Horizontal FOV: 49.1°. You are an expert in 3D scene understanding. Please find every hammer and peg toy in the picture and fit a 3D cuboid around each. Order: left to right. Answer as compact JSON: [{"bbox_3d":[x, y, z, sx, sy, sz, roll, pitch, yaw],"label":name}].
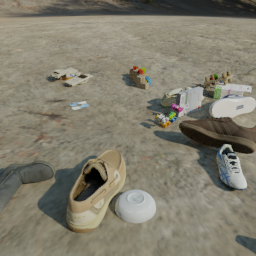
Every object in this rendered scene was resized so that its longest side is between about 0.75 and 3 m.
[{"bbox_3d":[4.309,-2.401,14.079,1.673,0.590,1.230,-7,12,37],"label":"hammer and peg toy"}]

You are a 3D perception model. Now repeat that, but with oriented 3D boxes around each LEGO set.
[{"bbox_3d":[1.468,-0.464,10.900,0.619,0.575,1.508,35,41,21],"label":"LEGO set"}]

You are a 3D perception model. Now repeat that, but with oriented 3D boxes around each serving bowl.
[{"bbox_3d":[0.188,1.839,6.863,1.012,0.333,1.012,1,27,0],"label":"serving bowl"}]

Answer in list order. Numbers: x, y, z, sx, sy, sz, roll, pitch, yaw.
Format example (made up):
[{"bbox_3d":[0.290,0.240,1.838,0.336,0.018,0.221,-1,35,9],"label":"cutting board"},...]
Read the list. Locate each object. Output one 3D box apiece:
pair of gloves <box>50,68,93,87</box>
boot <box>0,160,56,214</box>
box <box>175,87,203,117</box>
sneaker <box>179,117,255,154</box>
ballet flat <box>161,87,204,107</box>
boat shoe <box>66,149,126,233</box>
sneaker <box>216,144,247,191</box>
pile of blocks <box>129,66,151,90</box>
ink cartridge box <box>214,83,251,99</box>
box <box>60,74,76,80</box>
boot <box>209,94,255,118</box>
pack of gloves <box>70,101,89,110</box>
[{"bbox_3d":[-3.154,-2.929,15.562,2.015,0.353,1.713,29,37,30],"label":"pair of gloves"},{"bbox_3d":[-2.897,1.546,7.072,1.650,0.658,1.815,-9,19,14],"label":"boot"},{"bbox_3d":[2.538,-1.093,11.659,1.319,1.028,0.272,-18,34,-30],"label":"box"},{"bbox_3d":[2.981,0.079,9.212,2.562,0.902,0.968,19,65,31],"label":"sneaker"},{"bbox_3d":[2.538,-1.472,12.679,2.279,0.792,0.792,-13,31,-24],"label":"ballet flat"},{"bbox_3d":[-0.703,1.283,7.240,1.048,0.948,2.939,6,28,10],"label":"boat shoe"},{"bbox_3d":[2.922,1.088,7.975,0.631,0.636,1.755,1,29,1],"label":"sneaker"},{"bbox_3d":[0.789,-2.920,15.337,1.077,0.816,2.625,-6,29,-11],"label":"pile of blocks"},{"bbox_3d":[4.968,-1.702,13.312,1.599,0.538,0.936,9,29,20],"label":"ink cartridge box"},{"bbox_3d":[-3.420,-2.932,16.022,1.040,0.216,0.619,-2,28,0],"label":"box"},{"bbox_3d":[4.102,-0.931,11.738,2.390,0.869,1.080,-7,19,-26],"label":"boot"},{"bbox_3d":[-2.173,-1.063,12.535,0.809,0.160,0.680,-16,31,-27],"label":"pack of gloves"}]
